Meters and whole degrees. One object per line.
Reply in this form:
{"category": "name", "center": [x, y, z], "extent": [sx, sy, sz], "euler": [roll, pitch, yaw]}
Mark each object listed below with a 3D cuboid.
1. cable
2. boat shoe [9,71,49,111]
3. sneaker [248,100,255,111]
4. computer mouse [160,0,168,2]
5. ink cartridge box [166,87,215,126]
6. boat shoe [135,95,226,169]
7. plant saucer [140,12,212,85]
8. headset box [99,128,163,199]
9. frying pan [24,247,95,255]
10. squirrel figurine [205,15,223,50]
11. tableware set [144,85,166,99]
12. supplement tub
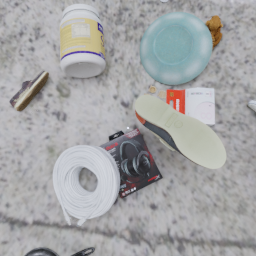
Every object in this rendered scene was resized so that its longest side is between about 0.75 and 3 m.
{"category": "cable", "center": [-1.277, 1.633, 8.665], "extent": [2.261, 0.783, 2.261], "euler": [-33, 77, 20]}
{"category": "boat shoe", "center": [-3.506, -1.401, 9.895], "extent": [0.563, 0.625, 1.737], "euler": [37, 85, 3]}
{"category": "sneaker", "center": [4.735, -0.476, 9.741], "extent": [1.302, 0.475, 0.461], "euler": [33, 75, 7]}
{"category": "computer mouse", "center": [1.435, -5.499, 11.027], "extent": [0.621, 0.248, 1.132], "euler": [-2, 77, -2]}
{"category": "ink cartridge box", "center": [2.198, -0.761, 9.846], "extent": [1.646, 0.470, 1.338], "euler": [4, 77, -5]}
{"category": "boat shoe", "center": [1.384, 0.154, 7.816], "extent": [2.935, 0.918, 1.045], "euler": [37, 73, 21]}
{"category": "plant saucer", "center": [1.603, -2.854, 9.826], "extent": [2.614, 0.503, 2.614], "euler": [0, 89, 18]}
{"category": "headset box", "center": [0.009, 1.074, 9.227], "extent": [1.502, 0.780, 2.019], "euler": [-24, 80, -5]}
{"category": "frying pan", "center": [-2.271, 4.502, 8.674], "extent": [2.430, 0.396, 1.470], "euler": [-1, 77, 3]}
{"category": "squirrel figurine", "center": [2.965, -3.336, 10.034], "extent": [0.907, 1.197, 1.282], "euler": [22, 78, 5]}
{"category": "tableware set", "center": [0.979, -1.155, 10.096], "extent": [0.809, 0.094, 0.676], "euler": [26, 78, 5]}
{"category": "supplement tub", "center": [-1.596, -2.993, 9.778], "extent": [1.543, 1.543, 2.122], "euler": [-4, 77, -1]}
